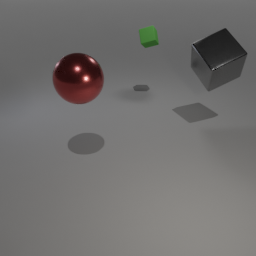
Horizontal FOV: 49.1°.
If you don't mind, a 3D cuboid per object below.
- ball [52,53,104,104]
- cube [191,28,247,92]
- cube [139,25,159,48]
[{"bbox_3d":[-1.359,-1.351,7.718,1.400,1.400,1.400,0,28,0],"label":"ball"},{"bbox_3d":[3.284,-2.491,10.361,1.400,1.400,1.400,-26,64,-1],"label":"cube"},{"bbox_3d":[0.969,-4.190,12.911,0.700,0.700,0.700,-10,-4,19],"label":"cube"}]
